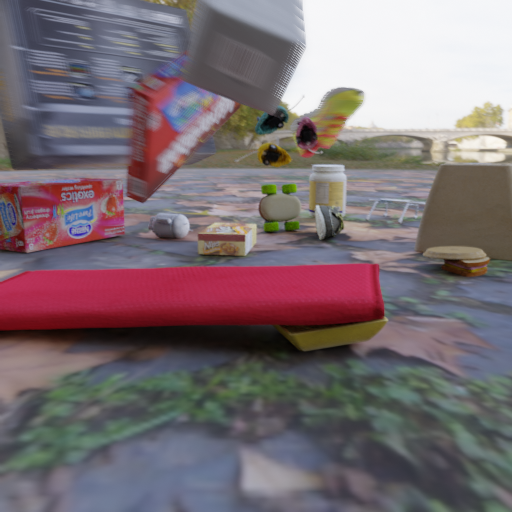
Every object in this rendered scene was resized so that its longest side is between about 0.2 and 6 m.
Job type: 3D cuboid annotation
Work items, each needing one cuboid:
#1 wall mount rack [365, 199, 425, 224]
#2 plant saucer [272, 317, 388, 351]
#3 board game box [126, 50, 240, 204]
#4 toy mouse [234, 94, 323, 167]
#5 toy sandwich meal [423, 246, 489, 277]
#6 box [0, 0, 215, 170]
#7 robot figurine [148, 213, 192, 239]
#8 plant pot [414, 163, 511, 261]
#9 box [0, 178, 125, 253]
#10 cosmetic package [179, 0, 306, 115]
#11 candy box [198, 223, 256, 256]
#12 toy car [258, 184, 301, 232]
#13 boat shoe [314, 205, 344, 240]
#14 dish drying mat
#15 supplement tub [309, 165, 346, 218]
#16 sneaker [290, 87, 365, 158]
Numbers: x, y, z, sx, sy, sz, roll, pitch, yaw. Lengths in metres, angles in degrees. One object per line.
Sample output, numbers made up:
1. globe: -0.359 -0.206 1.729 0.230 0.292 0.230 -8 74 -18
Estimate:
1. wall mount rack: 3.657 -1.213 14.998 1.554 0.579 1.350 7 10 34
2. plant saucer: 0.668 0.705 5.683 1.012 0.245 1.011 -6 9 -14
3. board game box: -0.974 -2.534 9.113 0.350 1.854 3.602 25 45 8
4. toy mouse: 0.650 -2.701 11.858 1.959 1.741 0.379 4 40 -19
5. toy sandwich meal: 3.171 0.079 8.881 1.049 0.359 1.049 -2 8 0
6. box: -2.845 -3.353 10.777 4.039 3.199 0.976 -12 1 -45
7. robot figurine: -1.830 -0.638 11.976 0.931 0.526 0.790 4 -12 20
8. plant pot: 4.216 -0.934 10.618 1.853 1.641 1.851 8 13 32
9. box: -3.989 -0.900 11.390 1.208 1.262 2.531 7 13 32
10. cosmetic package: -0.107 -2.251 5.336 0.958 0.809 1.793 17 41 -13
11. candy box: -0.522 -0.337 10.692 0.881 0.422 1.527 1 11 7
12. toy car: 0.381 -1.102 13.287 1.022 1.064 1.295 -4 2 -22
13. boat shoe: 1.590 -0.763 12.133 0.598 0.715 2.002 -4 7 5
14. dish drying mat: -0.896 0.452 6.068 4.414 0.402 1.695 -1 10 11
15. supplement tub: 1.975 -1.791 15.541 1.029 1.416 1.029 0 11 0
16. sneaker: 1.683 -2.974 12.769 0.880 1.016 2.251 9 -24 -31
